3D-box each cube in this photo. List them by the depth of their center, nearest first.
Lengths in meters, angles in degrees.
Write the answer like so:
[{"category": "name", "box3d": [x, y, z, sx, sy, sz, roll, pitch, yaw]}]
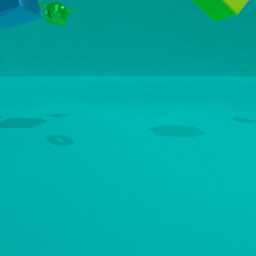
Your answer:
[{"category": "cube", "box3d": [1.976, -3.053, 5.782, 1.088, 1.088, 1.088, 36, 7, -14]}, {"category": "cube", "box3d": [-3.110, -3.323, 7.025, 1.229, 1.229, 1.229, -13, 9, 10]}]

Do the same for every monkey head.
[{"category": "monkey head", "box3d": [-2.176, -3.552, 8.528, 1.123, 0.677, 0.808, 7, -4, -13]}]
